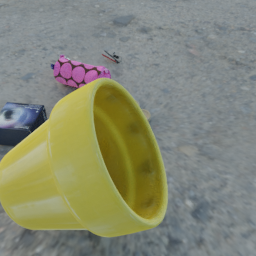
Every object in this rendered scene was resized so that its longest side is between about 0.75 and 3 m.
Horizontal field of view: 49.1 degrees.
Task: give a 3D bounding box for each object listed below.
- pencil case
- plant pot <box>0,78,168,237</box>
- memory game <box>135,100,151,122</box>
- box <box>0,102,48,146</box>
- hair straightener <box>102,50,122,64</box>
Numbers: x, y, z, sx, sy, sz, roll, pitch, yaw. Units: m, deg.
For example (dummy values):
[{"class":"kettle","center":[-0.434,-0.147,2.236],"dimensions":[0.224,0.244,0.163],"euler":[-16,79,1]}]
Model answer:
[{"class":"pencil case","center":[-1.508,-1.771,9.266],"dimensions":[2.061,0.966,0.935],"euler":[18,15,24]},{"class":"plant pot","center":[-0.946,0.780,5.349],"dimensions":[2.547,2.708,2.708],"euler":[-22,39,21]},{"class":"memory game","center":[-0.761,-0.123,8.223],"dimensions":[2.929,0.187,2.929],"euler":[0,44,0]},{"class":"box","center":[-2.994,-0.108,7.806],"dimensions":[1.133,0.698,1.124],"euler":[5,42,4]},{"class":"hair straightener","center":[-0.582,-2.794,10.853],"dimensions":[0.953,0.195,0.367],"euler":[34,96,26]}]
